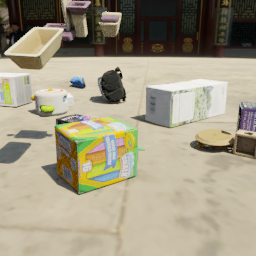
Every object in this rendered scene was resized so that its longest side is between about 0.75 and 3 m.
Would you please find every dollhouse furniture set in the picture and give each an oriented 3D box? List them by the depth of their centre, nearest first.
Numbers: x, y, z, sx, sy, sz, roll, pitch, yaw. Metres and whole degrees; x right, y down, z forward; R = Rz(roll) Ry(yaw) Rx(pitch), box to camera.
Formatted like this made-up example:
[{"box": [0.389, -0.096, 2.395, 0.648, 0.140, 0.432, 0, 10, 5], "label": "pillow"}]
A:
[{"box": [-1.190, -2.171, 5.088, 1.761, 1.578, 2.223, 5, 40, 8], "label": "dollhouse furniture set"}]

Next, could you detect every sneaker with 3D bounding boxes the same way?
[{"box": [-2.905, -2.611, 16.124, 0.726, 0.611, 1.852, -19, 22, -16], "label": "sneaker"}]

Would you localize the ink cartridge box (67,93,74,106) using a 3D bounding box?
[{"box": [-2.712, -1.201, 11.764, 0.673, 0.397, 1.170, -6, 18, -20], "label": "ink cartridge box"}]

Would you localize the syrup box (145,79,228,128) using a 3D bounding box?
[{"box": [2.059, -0.938, 9.594, 2.961, 1.166, 1.206, -14, 22, -38], "label": "syrup box"}]

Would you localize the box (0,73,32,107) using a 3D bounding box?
[{"box": [-5.292, -1.641, 11.729, 2.218, 1.247, 1.124, 5, 18, 17], "label": "box"}]

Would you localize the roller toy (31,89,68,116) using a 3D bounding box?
[{"box": [-2.809, -1.002, 10.277, 1.171, 0.897, 1.284, -14, 22, -38], "label": "roller toy"}]

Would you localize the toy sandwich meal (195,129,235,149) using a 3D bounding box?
[{"box": [2.167, 0.321, 7.011, 1.046, 0.358, 1.046, -2, 20, 1], "label": "toy sandwich meal"}]

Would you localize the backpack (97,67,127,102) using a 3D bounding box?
[{"box": [-0.744, -1.881, 12.365, 1.135, 1.496, 1.793, -10, 12, -3], "label": "backpack"}]

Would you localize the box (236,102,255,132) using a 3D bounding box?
[{"box": [3.433, -0.020, 6.830, 1.438, 1.064, 0.750, 4, 19, 17], "label": "box"}]

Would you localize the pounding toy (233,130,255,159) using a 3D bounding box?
[{"box": [2.909, 0.286, 6.367, 0.853, 0.750, 0.390, 12, 21, 33], "label": "pounding toy"}]

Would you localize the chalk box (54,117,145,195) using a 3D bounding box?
[{"box": [-0.450, 0.418, 5.482, 1.660, 1.029, 1.036, -12, 22, -34], "label": "chalk box"}]

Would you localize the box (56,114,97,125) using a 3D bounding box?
[{"box": [-1.580, -0.204, 8.868, 1.183, 0.213, 0.846, 11, 20, 35], "label": "box"}]
